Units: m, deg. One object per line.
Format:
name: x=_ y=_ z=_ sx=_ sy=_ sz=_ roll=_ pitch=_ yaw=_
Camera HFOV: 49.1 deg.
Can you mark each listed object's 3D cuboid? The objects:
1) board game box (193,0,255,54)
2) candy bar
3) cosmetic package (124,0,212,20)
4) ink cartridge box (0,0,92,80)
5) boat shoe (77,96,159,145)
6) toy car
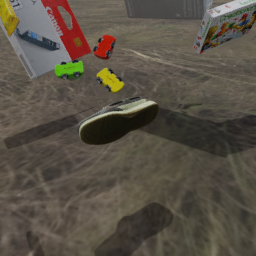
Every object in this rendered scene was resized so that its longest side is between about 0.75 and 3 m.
board game box: x=3.001 y=-3.106 z=8.319 sx=2.101 sy=1.326 sz=0.364 roll=-26 pitch=64 yaw=-18
candy bar: x=-2.151 y=-2.134 z=4.867 sx=0.156 sy=0.350 sz=1.404 roll=11 pitch=41 yaw=-48
cosmetic package: x=1.160 y=-4.185 z=8.521 sx=2.598 sy=1.388 sz=1.171 roll=9 pitch=51 yaw=28
ink cartridge box: x=-2.558 y=-3.261 z=8.696 sx=2.462 sy=2.795 sz=0.625 roll=-35 pitch=17 yaw=-29
boat shoe: x=-0.218 y=-0.198 z=5.367 sx=1.789 sy=0.639 sz=0.588 roll=-20 pitch=41 yaw=-32
toy car: x=-0.534 y=-0.799 z=3.778 sx=0.872 sy=0.207 sz=0.926 roll=-9 pitch=68 yaw=-4
